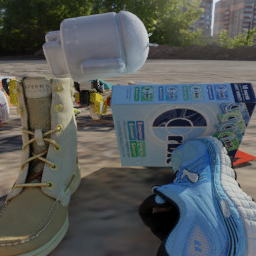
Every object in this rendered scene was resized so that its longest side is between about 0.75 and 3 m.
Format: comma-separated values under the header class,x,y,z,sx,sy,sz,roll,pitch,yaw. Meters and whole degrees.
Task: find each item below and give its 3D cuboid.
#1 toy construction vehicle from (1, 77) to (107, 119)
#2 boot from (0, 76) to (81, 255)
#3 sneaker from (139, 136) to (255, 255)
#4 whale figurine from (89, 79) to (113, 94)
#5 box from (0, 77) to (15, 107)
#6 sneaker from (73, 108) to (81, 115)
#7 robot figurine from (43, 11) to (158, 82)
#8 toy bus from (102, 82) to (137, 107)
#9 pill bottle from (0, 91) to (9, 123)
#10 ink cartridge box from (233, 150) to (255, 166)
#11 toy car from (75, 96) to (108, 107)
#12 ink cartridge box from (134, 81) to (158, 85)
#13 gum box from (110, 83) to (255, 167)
class,x,y,z,sx,sy,sz,roll,pitch,yaw
toy construction vehicle,-2.015,-0.800,8.717,2.564,1.037,2.945,-2,-4,4
boot,-1.214,0.310,3.850,0.934,1.994,2.565,1,17,4
sneaker,0.763,0.849,3.735,1.252,1.091,2.785,-2,16,4
whale figurine,-1.664,-2.238,14.040,1.983,1.029,1.578,7,18,25
box,-5.041,-1.350,10.881,0.798,1.143,1.502,1,17,5
sneaker,-2.072,-0.640,9.955,0.851,0.325,0.321,6,17,19
robot figurine,-0.522,-1.595,5.540,2.150,1.214,1.823,-9,47,-1
toy bus,0.059,-1.074,9.636,1.922,0.993,1.814,11,19,-22
pill bottle,-4.616,-0.507,8.266,1.861,1.045,1.045,-15,22,-40
ink cartridge box,1.741,0.216,6.589,1.223,0.565,2.246,-11,19,-23
toy car,-1.234,-1.040,11.311,1.357,0.322,1.442,13,22,37
ink cartridge box,0.819,-1.239,10.530,0.987,0.572,1.362,10,-8,22
gum box,0.890,0.040,5.040,2.198,1.867,0.490,-1,51,5
